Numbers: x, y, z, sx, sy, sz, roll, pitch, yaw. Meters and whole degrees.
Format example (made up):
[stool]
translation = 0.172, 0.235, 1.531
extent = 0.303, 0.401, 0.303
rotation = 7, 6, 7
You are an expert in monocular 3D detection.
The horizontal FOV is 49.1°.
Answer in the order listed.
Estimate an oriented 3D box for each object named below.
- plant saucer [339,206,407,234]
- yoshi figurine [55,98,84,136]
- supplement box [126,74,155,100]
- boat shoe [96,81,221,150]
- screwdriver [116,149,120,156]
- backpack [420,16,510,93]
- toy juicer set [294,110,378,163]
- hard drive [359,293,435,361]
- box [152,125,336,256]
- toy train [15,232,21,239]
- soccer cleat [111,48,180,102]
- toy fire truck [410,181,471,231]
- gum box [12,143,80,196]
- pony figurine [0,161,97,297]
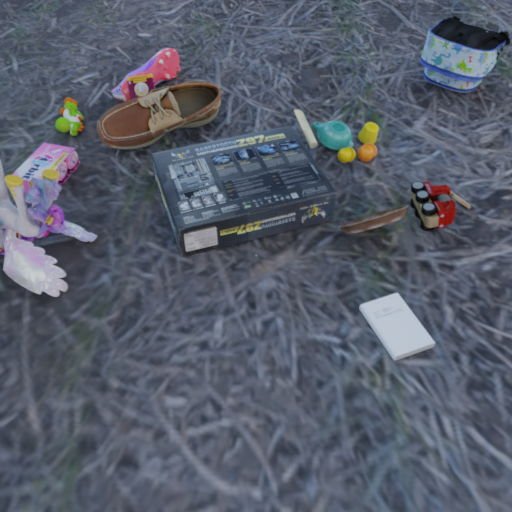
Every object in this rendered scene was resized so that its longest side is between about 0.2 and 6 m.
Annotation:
[plant saucer]
translation = 2.386, -0.708, 11.331
extent = 1.416, 0.227, 1.416
rotation = -17, 5, 2
[yoshi figurine]
translation = -4.868, -3.541, 14.361
extent = 0.679, 0.682, 1.213
rotation = -23, 51, 0
[supplement box]
translation = -2.923, -4.124, 14.508
extent = 0.677, 1.034, 0.534
rotation = -11, 12, -4
[boat shoe]
translation = -2.307, -3.577, 13.664
extent = 3.282, 1.178, 1.243
rotation = -27, 91, -24
[screwdriver]
translation = -3.321, -2.976, 14.076
extent = 0.232, 0.222, 1.594
rotation = -20, 40, 31
[backpack]
translation = 5.578, -5.468, 15.422
extent = 2.008, 1.612, 2.194
rotation = 27, 39, 20
[toy juicer set]
translation = 1.915, -2.760, 13.604
extent = 2.174, 0.591, 1.383
rotation = 9, 55, -6
[hard drive]
translation = 2.490, 1.239, 9.967
extent = 0.804, 0.163, 1.218
rotation = -16, 47, -15
[box]
translation = -0.332, -1.520, 12.165
extent = 3.396, 0.866, 2.678
rotation = -14, 48, -13
[toy train]
translation = -5.624, -0.675, 11.603
extent = 1.804, 0.502, 1.355
rotation = -17, 48, -16
[soccer cleat]
translation = -3.034, -5.122, 15.763
extent = 1.002, 0.874, 2.620
rotation = 8, 45, 22
[toy fire truck]
translation = 4.021, -1.088, 11.943
extent = 1.244, 0.800, 1.095
rotation = -12, 45, 3
[gum box]
translation = -4.802, -1.983, 12.873
extent = 0.851, 0.496, 1.499
rotation = 11, 47, 12
[pony figurine]
translation = -4.369, -0.616, 10.617
extent = 2.325, 2.408, 2.005
rotation = 20, 39, -2
